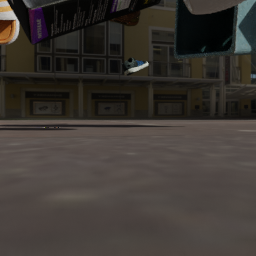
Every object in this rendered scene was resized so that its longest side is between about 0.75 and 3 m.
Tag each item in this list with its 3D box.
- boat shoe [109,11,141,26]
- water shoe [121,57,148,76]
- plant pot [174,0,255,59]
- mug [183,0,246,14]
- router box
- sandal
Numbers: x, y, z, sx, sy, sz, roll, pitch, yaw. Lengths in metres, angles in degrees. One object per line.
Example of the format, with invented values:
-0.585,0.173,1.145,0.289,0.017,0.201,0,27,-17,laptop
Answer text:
-0.871,-3.794,8.715,2.610,0.939,0.887,24,-27,15,boat shoe
0.308,-2.592,11.266,0.553,0.611,1.548,-21,11,36,water shoe
3.183,-3.324,7.983,2.694,2.638,2.645,-5,12,-23,plant pot
1.600,-3.128,4.868,1.792,2.044,1.509,-29,4,15,mug
-1.038,-2.813,4.041,2.172,2.913,0.744,-28,-12,-23,router box
-3.179,-3.278,6.004,1.125,2.937,0.842,-4,21,-3,sandal
